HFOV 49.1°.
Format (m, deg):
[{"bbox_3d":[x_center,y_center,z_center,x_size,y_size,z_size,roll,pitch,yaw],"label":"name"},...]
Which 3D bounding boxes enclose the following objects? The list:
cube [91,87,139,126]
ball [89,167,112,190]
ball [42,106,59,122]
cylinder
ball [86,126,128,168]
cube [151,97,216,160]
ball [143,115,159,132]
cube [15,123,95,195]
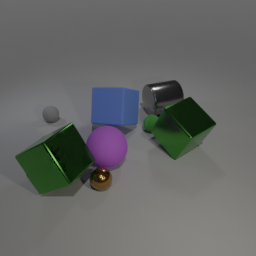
[{"bbox_3d":[-0.486,-0.852,11.070,1.400,1.400,1.400,4,4,26],"label":"cube"},{"bbox_3d":[-0.830,1.553,8.600,0.700,0.700,0.700,0,33,0],"label":"ball"},{"bbox_3d":[-3.295,-0.607,11.961,0.700,0.700,0.700,0,33,0],"label":"ball"},{"bbox_3d":[1.529,-1.338,12.424,1.400,1.400,1.400,-12,35,-18],"label":"cylinder"},{"bbox_3d":[-0.709,0.632,9.381,1.400,1.400,1.400,0,33,0],"label":"ball"},{"bbox_3d":[1.940,-0.004,9.971,1.400,1.400,1.400,-25,65,-33],"label":"cube"},{"bbox_3d":[0.969,-0.187,11.279,0.700,0.700,0.700,0,33,0],"label":"ball"},{"bbox_3d":[-2.132,0.908,8.367,1.400,1.400,1.400,-23,13,33],"label":"cube"}]
